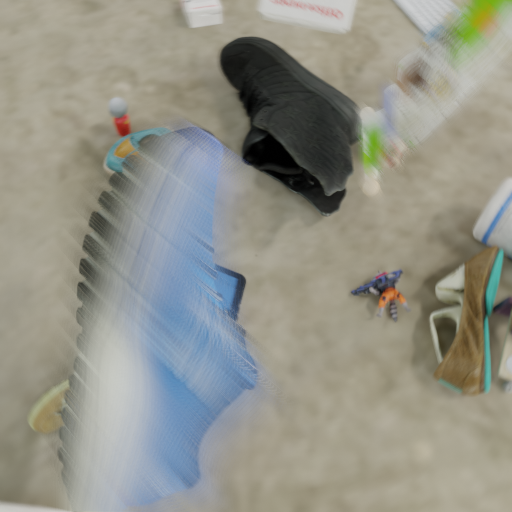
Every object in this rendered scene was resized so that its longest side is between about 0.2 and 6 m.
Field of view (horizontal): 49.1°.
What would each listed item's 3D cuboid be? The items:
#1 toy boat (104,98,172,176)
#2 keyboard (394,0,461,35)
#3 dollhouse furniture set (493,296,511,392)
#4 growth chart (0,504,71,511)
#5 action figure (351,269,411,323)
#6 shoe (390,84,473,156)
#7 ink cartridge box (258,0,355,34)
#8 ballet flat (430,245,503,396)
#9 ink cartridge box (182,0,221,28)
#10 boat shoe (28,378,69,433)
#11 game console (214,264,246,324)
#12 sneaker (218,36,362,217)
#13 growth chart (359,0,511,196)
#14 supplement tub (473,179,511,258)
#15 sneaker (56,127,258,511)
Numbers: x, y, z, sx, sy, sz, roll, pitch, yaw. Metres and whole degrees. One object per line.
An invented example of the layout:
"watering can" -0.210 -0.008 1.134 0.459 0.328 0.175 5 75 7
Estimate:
"toy boat" -2.039 -1.952 9.375 1.338 0.740 1.591 -27 60 -17
"keyboard" 3.801 -5.133 11.924 1.024 0.194 3.637 -17 57 -11
"dollhouse furniture set" 3.927 1.258 7.016 1.675 1.328 1.189 16 72 7
"growth chart" -2.799 4.502 5.130 3.229 0.396 4.461 0 56 -1
"action figure" 1.779 0.558 7.946 0.785 0.411 0.760 -20 46 19
"shoe" 2.897 -2.570 9.695 2.471 0.864 0.660 -39 79 -21
"ink cartridge box" 0.626 -3.223 6.081 1.020 1.389 0.576 10 17 -3
"ballet flat" 2.813 0.773 7.589 0.834 0.782 2.306 4 57 26
"ink cartridge box" -1.168 -5.318 11.923 0.680 0.396 0.940 -12 56 -8
"boat shoe" -2.009 1.732 6.940 1.569 0.572 0.494 -28 55 -26
"game console" -0.839 0.629 7.620 1.155 0.684 0.986 20 57 15
"sneaker" 0.311 -2.294 9.370 3.781 1.136 1.972 38 60 20
"growth chart" 2.308 -2.399 6.964 0.277 3.122 2.259 28 37 -19
"supplement tub" 4.083 -0.341 8.089 1.561 1.030 1.030 34 62 21
"sneaker" -0.626 0.478 4.157 1.258 2.821 1.108 7 8 -32
